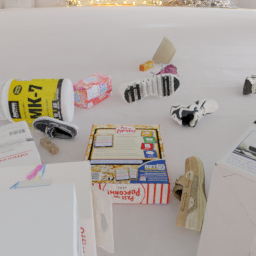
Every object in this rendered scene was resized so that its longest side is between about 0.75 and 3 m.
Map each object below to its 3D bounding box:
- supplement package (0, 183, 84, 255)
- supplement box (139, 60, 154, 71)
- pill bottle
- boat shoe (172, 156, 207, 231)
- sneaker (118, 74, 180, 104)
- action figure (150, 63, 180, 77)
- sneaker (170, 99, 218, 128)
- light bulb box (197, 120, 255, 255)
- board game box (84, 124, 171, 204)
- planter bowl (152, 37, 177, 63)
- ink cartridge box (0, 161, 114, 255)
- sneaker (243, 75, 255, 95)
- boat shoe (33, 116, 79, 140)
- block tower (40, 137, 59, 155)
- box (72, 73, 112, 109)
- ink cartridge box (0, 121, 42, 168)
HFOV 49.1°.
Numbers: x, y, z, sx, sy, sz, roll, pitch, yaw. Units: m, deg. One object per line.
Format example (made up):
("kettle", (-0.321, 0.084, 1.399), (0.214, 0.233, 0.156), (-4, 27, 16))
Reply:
("supplement package", (-1.509, 2.405, 3.463), (1.998, 2.633, 1.984), (-5, 30, -8))
("supplement box", (1.093, -3.619, 16.311), (0.376, 0.364, 1.094), (19, 35, 29))
("pill bottle", (-3.572, -1.005, 10.430), (2.899, 1.657, 1.657), (-1, 30, -1))
("boat shoe", (1.494, 1.468, 6.962), (0.736, 0.813, 2.282), (4, 31, 6))
("sneaker", (0.962, -1.912, 12.722), (2.982, 1.120, 1.209), (-11, 23, -21))
("action figure", (1.850, -2.831, 14.829), (1.454, 1.082, 0.974), (-34, 3, -23))
("sneaker", (2.598, -0.491, 10.460), (1.877, 0.749, 1.222), (-4, 31, -6))
("light bulb box", (2.761, 1.363, 5.183), (1.726, 2.741, 2.765), (24, 39, 34))
("board game box", (-0.079, 0.868, 8.112), (2.268, 0.693, 2.994), (1, 30, 1))
("planter bowl", (2.286, -4.611, 17.114), (1.068, 1.587, 1.587), (30, 32, -3))
("ink cartridge box", (-1.636, 1.842, 5.407), (2.659, 1.709, 1.665), (-4, 29, -8))
("sneaker", (6.026, -2.030, 13.118), (0.917, 0.768, 2.072), (19, 35, 34))
("boat shoe", (-2.587, 0.067, 9.687), (1.713, 0.614, 0.581), (14, 31, 9))
("block tower", (-2.564, 0.579, 9.091), (0.252, 0.235, 0.872), (-21, 35, -36))
("box", (-1.565, -1.684, 12.319), (0.895, 0.970, 1.890), (16, 34, 26))
("ink cartridge box", (-3.314, 0.914, 7.787), (1.564, 0.915, 2.696), (-16, 33, -21))
